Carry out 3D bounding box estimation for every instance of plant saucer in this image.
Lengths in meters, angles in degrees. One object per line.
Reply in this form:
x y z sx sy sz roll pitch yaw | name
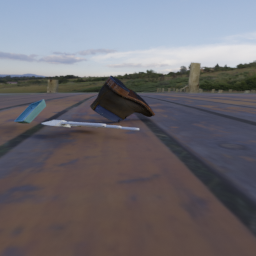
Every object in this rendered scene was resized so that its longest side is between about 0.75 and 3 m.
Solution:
-2.830 -0.421 8.054 0.773 0.210 2.212 -52 21 -17 | plant saucer

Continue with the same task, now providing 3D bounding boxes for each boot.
-0.149 -0.738 9.856 2.594 1.257 0.969 31 16 -44 | boot

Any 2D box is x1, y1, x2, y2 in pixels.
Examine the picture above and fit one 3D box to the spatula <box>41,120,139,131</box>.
-0.950 -0.038 6.903 2.192 0.176 1.524 5 -2 42 | spatula
